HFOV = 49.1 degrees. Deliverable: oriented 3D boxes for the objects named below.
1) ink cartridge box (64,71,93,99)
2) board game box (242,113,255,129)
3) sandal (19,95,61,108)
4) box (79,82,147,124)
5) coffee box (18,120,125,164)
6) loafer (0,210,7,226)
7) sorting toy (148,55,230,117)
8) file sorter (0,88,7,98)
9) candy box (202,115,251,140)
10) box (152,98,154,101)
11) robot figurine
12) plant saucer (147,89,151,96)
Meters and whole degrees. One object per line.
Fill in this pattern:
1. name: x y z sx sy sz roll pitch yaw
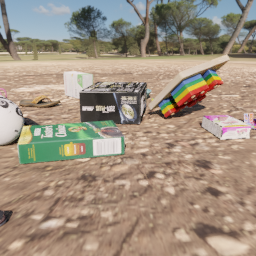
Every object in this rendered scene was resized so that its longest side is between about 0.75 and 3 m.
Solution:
1. ink cartridge box: -2.449 -2.121 13.832 0.721 1.198 1.648 -16 23 -41
2. board game box: 4.662 -0.308 9.173 1.908 0.371 1.507 -8 16 -22
3. sandal: -3.789 -1.179 11.940 1.823 0.498 0.745 5 17 15
4. box: -0.425 -1.006 10.317 2.082 1.095 2.543 2 17 7
5. coffee box: -1.412 0.291 7.010 2.436 0.536 1.498 -4 17 -13
6. loafer: -2.296 1.327 3.950 1.066 0.336 0.383 -8 19 -26
7. sorting toy: 2.173 -1.285 9.567 2.250 0.788 2.264 -25 -11 -29
8. file sorter: -5.005 -0.761 9.631 1.153 1.041 1.660 0 17 -1
9. candy box: 2.894 -0.048 8.376 0.896 0.401 1.314 -2 17 -10
10. box: 1.563 -1.136 12.197 1.179 0.285 0.692 -8 18 -21
11. robot figurine: -3.656 -0.302 7.650 1.563 1.298 2.080 -24 27 -31
12. plant saucer: -0.068 -1.616 13.515 2.388 0.429 2.388 0 16 0
